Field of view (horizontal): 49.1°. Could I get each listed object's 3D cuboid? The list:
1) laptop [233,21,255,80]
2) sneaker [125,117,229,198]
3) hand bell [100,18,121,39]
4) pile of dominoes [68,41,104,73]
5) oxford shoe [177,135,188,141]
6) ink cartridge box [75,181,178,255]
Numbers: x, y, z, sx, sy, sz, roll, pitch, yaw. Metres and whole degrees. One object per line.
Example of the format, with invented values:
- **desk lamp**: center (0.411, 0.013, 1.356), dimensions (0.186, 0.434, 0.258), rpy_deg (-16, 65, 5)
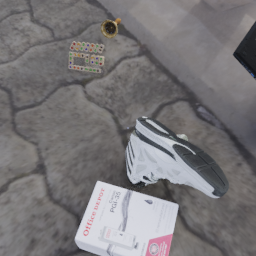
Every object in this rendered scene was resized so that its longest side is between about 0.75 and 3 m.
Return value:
- **laptop**: center (3.915, -1.461, 7.919), dimensions (2.864, 1.479, 2.538), rpy_deg (43, 61, -8)
- **sneaker**: center (1.006, 1.071, 6.940), dimensions (1.064, 1.622, 2.819), rpy_deg (-1, 33, -47)
- **hand bell**: center (-0.483, -3.804, 10.304), dimensions (0.650, 0.650, 1.249), rpy_deg (16, 38, 10)
- **pile of dominoes**: center (-1.418, -2.363, 9.376), dimensions (1.242, 0.968, 0.198), rpy_deg (9, 24, 6)
- **oxford shoe**: center (1.211, 0.733, 7.839), dimensions (0.393, 0.511, 1.359), rpy_deg (11, 58, 44)
- **ink cartridge box**: center (-0.010, 2.292, 6.509), dimensions (2.037, 0.843, 1.492), rpy_deg (14, 57, 9)
